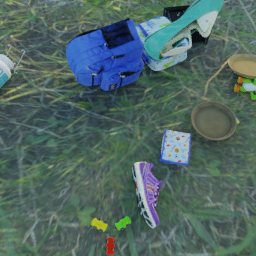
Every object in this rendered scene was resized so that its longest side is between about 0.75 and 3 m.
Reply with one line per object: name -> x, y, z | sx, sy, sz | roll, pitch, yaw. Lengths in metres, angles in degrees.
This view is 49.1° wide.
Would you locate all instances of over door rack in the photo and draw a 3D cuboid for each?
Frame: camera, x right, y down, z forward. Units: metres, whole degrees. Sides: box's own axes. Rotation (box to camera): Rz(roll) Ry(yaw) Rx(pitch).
over door rack -> -5.030, -3.021, 12.343 | 0.812, 0.366, 1.099 | 21, 91, 12

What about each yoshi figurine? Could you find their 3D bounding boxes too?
yoshi figurine -> 5.179, -1.596, 11.485 | 1.434, 0.806, 0.803 | 15, 78, 6

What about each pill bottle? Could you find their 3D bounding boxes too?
pill bottle -> -5.621, -2.094, 11.494 | 1.106, 1.106, 1.997 | 27, 65, 14

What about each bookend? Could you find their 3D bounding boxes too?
bookend -> 2.706, -4.824, 13.189 | 1.841, 0.848, 1.829 | -5, 61, -3

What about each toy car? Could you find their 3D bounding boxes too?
toy car -> -0.429, 3.260, 8.995 | 1.166, 0.276, 1.239 | -28, 65, -15

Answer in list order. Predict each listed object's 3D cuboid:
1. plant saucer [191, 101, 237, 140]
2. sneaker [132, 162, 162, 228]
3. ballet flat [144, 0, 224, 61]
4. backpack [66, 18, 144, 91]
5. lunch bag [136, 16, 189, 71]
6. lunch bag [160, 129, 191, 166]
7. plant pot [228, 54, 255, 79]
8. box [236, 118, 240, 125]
plant saucer -> 3.258, -0.261, 10.722 | 1.738, 0.256, 1.738 | 0, 60, 0
sneaker -> 0.749, 2.122, 9.310 | 0.938, 0.906, 2.247 | -5, 60, -9
ballet flat -> 1.900, -3.042, 8.632 | 2.972, 1.001, 1.046 | -32, 79, 21
backpack -> -0.924, -2.750, 11.201 | 2.822, 2.294, 2.368 | -18, 78, -12
lunch bag -> 1.386, -3.807, 12.555 | 1.963, 1.007, 2.442 | -23, 62, -9
lunch bag -> 1.705, 0.778, 10.125 | 1.020, 0.743, 1.200 | 8, 53, 4
plant pot -> 5.268, -2.620, 11.999 | 1.977, 0.272, 1.977 | 0, 40, 0
box -> 3.665, -0.218, 10.967 | 1.161, 0.219, 0.793 | -27, 64, -14
